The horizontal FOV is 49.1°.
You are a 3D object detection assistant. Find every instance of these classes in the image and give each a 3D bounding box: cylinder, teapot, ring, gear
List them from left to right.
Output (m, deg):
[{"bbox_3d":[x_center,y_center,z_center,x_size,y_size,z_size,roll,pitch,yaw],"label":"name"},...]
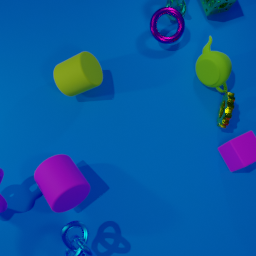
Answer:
[{"bbox_3d":[-1.823,1.523,7.764,1.154,1.154,1.154,-37,59,-9],"label":"cylinder"},{"bbox_3d":[-1.516,-1.639,8.606,1.088,1.088,1.088,-17,73,29],"label":"cylinder"},{"bbox_3d":[1.294,-3.367,9.198,1.183,0.237,1.183,-1,97,-6],"label":"ring"},{"bbox_3d":[2.762,-1.975,8.916,0.914,1.161,1.867,-30,102,-31],"label":"teapot"},{"bbox_3d":[2.959,-0.548,8.495,0.203,1.100,1.100,12,75,6],"label":"gear"}]

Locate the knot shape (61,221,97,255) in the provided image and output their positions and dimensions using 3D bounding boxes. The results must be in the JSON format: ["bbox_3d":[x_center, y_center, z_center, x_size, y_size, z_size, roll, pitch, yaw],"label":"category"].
[{"bbox_3d":[-1.244,2.748,6.765,1.052,0.486,0.984,-19,81,33],"label":"knot shape"}]

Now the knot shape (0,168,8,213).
[{"bbox_3d":[-3.863,1.820,7.358,1.682,1.574,0.777,-30,50,-9],"label":"knot shape"}]

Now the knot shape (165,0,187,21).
[{"bbox_3d":[1.600,-4.385,9.599,0.662,1.433,1.341,-5,116,20],"label":"knot shape"}]

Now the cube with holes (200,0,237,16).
[{"bbox_3d":[3.069,-4.524,9.503,0.878,0.878,0.878,-16,81,-10],"label":"cube with holes"}]

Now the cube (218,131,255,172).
[{"bbox_3d":[3.305,0.692,8.175,0.812,0.812,0.812,-22,75,-15],"label":"cube"}]
